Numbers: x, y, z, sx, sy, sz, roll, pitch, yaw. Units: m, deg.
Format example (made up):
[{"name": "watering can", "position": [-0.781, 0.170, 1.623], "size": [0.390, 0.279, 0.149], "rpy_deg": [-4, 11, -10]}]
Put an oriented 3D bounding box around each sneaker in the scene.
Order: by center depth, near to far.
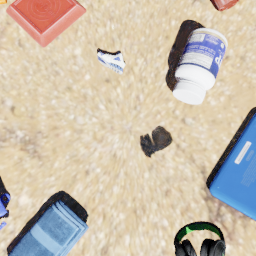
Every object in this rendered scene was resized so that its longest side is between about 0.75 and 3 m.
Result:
[{"name": "sneaker", "position": [-0.426, -2.015, 8.254], "size": [0.895, 0.361, 0.517], "rpy_deg": [33, 75, 0]}]

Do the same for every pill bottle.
[{"name": "pill bottle", "position": [1.938, -1.663, 7.748], "size": [1.119, 1.119, 1.870], "rpy_deg": [21, 78, 5]}]

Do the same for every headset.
[{"name": "headset", "position": [1.241, 2.247, 4.812], "size": [0.897, 1.453, 0.683], "rpy_deg": [-12, 109, 20]}]

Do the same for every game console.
[{"name": "game console", "position": [3.996, 1.363, 7.502], "size": [2.390, 1.657, 2.800], "rpy_deg": [28, 76, 38]}]

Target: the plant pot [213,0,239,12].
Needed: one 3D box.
[{"name": "plant pot", "position": [2.908, -4.090, 8.501], "size": [0.869, 0.869, 0.845], "rpy_deg": [-22, 87, -5]}]

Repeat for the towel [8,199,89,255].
[{"name": "towel", "position": [-2.059, 2.917, 7.022], "size": [1.157, 0.503, 2.072], "rpy_deg": [39, 80, 9]}]

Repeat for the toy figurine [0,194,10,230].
[{"name": "toy figurine", "position": [-3.840, 1.982, 7.206], "size": [1.437, 1.265, 2.398], "rpy_deg": [-26, 80, -35]}]

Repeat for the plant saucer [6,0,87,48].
[{"name": "plant saucer", "position": [-2.558, -3.695, 8.623], "size": [1.849, 0.340, 1.852], "rpy_deg": [44, 80, 9]}]

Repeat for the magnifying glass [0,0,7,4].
[{"name": "magnifying glass", "position": [-4.752, -3.856, 8.745], "size": [1.894, 0.212, 0.754], "rpy_deg": [-10, 77, 0]}]
